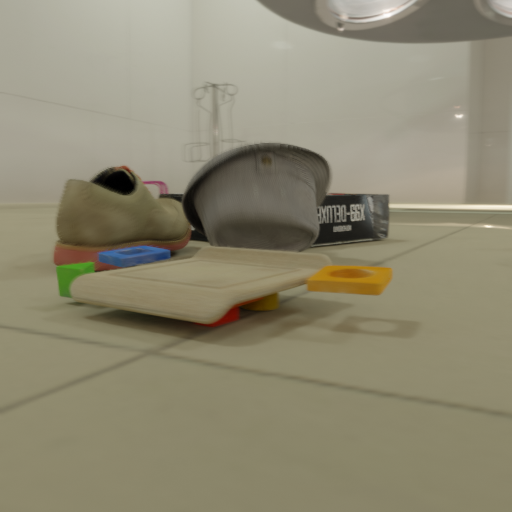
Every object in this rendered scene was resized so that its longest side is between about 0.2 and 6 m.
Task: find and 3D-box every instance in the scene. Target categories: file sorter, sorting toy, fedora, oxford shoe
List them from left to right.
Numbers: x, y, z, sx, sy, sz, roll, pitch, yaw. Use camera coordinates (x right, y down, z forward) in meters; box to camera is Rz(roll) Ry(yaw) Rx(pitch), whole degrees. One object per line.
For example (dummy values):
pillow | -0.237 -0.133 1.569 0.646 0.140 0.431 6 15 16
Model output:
oxford shoe | -1.805 -0.719 8.609 1.246 1.323 3.537 5 12 9
file sorter | -3.413 -1.577 16.744 1.469 1.326 2.114 -2 7 -16
sorting toy | -0.412 0.293 4.943 3.173 0.432 1.787 4 12 34
fedora | 0.118 -0.570 7.895 2.245 1.014 1.985 6 -41 -26

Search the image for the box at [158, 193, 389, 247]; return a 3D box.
box | 0.297 -0.877 12.115 3.181 1.004 4.034 -6 9 -43
